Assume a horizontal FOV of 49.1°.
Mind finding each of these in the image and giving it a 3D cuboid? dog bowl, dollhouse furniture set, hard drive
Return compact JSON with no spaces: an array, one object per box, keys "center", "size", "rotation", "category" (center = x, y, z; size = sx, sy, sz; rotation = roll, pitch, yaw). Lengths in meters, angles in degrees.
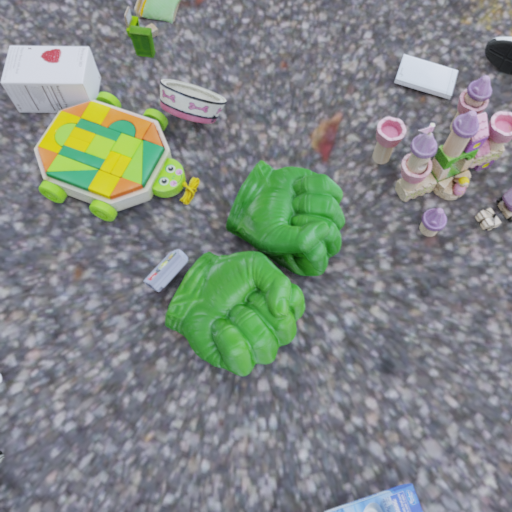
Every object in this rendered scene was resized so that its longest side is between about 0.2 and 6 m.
[{"center":[-1.383,-3.248,11.852],"size":[1.441,1.441,0.531],"rotation":[23,113,10],"category":"dog bowl"},{"center":[-2.486,-5.669,13.118],"size":[0.985,0.761,1.970],"rotation":[10,67,4],"category":"dollhouse furniture set"},{"center":[3.858,-4.069,12.701],"size":[1.290,0.172,0.851],"rotation":[19,63,7],"category":"hard drive"}]

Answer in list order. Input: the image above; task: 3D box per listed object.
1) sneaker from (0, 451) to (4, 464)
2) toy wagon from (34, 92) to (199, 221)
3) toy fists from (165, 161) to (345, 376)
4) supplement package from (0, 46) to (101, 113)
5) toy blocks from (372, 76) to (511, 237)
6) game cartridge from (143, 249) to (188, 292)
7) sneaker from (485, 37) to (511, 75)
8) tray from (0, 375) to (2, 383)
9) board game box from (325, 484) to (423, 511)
[{"center":[-4.448,4.068,9.086],"size":[0.762,0.698,1.789],"rotation":[14,76,-2],"category":"sneaker"},{"center":[-2.786,-2.004,11.602],"size":[3.365,0.666,2.611],"rotation":[20,69,9],"category":"toy wagon"},{"center":[0.200,0.107,10.299],"size":[2.147,1.448,4.211],"rotation":[26,68,10],"category":"toy fists"},{"center":[-4.409,-3.826,12.181],"size":[1.729,1.035,1.048],"rotation":[1,67,0],"category":"supplement package"},{"center":[3.991,-1.998,10.723],"size":[2.532,2.280,2.709],"rotation":[-21,69,-9],"category":"toy blocks"},{"center":[-1.654,0.254,10.308],"size":[0.866,1.300,0.266],"rotation":[-45,102,-13],"category":"game cartridge"},{"center":[6.230,-4.796,12.856],"size":[2.074,0.783,1.193],"rotation":[12,58,-3],"category":"sneaker"},{"center":[-6.173,2.540,9.839],"size":[3.145,0.349,1.689],"rotation":[-36,71,-14],"category":"tray"},{"center":[1.699,5.036,8.424],"size":[2.426,0.529,2.438],"rotation":[-11,67,-17],"category":"board game box"}]
